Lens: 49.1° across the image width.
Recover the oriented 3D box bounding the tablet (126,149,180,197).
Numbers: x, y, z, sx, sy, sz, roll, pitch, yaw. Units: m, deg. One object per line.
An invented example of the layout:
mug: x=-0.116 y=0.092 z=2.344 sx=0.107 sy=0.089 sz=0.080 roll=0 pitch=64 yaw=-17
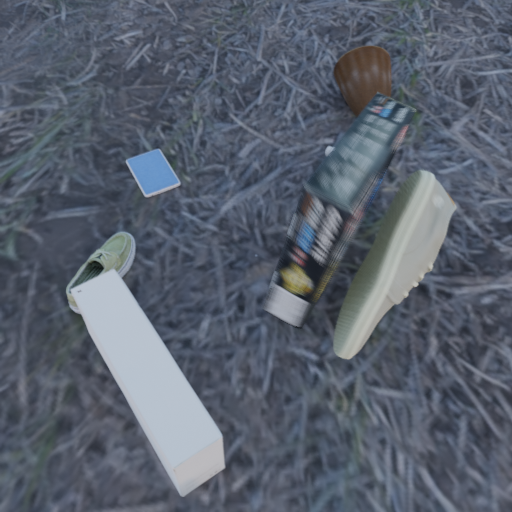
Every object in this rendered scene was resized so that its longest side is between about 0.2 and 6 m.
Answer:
tablet: x=-2.372 y=-1.909 z=12.835 sx=0.863 sy=0.091 sz=1.326 roll=-23 pitch=55 yaw=-16

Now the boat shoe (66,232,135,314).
boat shoe: x=-2.969 y=0.227 z=10.890 sx=0.711 sy=0.612 sz=1.975 roll=16 pitch=55 yaw=12

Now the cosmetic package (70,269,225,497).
cosmetic package: x=-1.763 y=1.952 z=9.071 sx=0.890 sy=1.450 sz=3.513 roll=-29 pitch=59 yaw=-19

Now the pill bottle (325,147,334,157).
pill bottle: x=1.895 y=-2.357 z=12.997 sx=0.536 sy=0.321 sz=0.321 roll=23 pitch=56 yaw=30

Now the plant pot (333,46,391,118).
plant pot: x=2.749 y=-4.074 z=13.800 sx=1.430 sy=1.430 sz=1.530 roll=-6 pitch=66 yaw=-4

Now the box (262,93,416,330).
box: x=1.449 y=-0.837 z=9.753 sx=0.814 sy=2.812 sz=3.538 roll=27 pitch=45 yaw=10

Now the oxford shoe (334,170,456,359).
oxford shoe: x=2.345 y=0.247 z=9.375 sx=0.993 sy=1.293 sz=3.439 roll=29 pitch=87 yaw=-9
